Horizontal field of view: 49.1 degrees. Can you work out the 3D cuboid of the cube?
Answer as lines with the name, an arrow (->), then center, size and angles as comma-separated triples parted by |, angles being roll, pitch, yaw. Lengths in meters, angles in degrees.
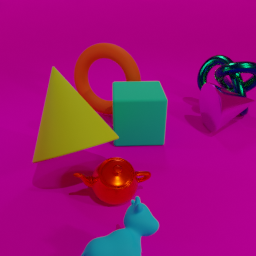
cube -> 0.241, -0.382, 6.973 | 1.224, 1.224, 1.224 | -1, 29, -3

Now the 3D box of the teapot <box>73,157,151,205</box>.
teapot -> -0.267, 0.889, 4.984 | 1.385, 0.678, 0.861 | -1, 54, -10

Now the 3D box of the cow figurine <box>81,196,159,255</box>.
cow figurine -> -0.093, 1.417, 3.538 | 1.022, 0.561, 1.006 | -2, 65, -18

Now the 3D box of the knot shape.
knot shape -> 3.012, -1.180, 8.091 | 0.904, 1.831, 1.956 | -42, 25, -19

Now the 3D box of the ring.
ring -> -0.603, -1.333, 7.820 | 2.007, 2.007, 0.401 | 10, 25, 18

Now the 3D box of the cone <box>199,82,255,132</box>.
cone -> 2.734, -0.622, 7.321 | 1.291, 1.287, 1.287 | -8, 29, -8

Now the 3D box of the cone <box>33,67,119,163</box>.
cone -> -1.196, -0.371, 5.330 | 1.658, 1.664, 1.658 | -16, -1, 0
